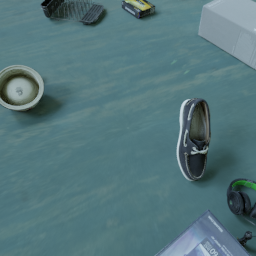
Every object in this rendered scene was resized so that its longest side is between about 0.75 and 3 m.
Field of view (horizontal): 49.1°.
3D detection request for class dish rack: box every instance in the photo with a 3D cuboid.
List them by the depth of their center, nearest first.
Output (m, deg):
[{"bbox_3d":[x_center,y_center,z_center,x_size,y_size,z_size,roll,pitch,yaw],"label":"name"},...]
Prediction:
[{"bbox_3d":[-2.094,-4.767,11.006,2.168,0.591,1.663,14,53,10],"label":"dish rack"}]

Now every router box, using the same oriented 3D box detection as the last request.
[{"bbox_3d":[0.409,-4.872,11.265,0.874,0.290,1.112,-30,57,-22],"label":"router box"}]

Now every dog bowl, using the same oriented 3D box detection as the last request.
[{"bbox_3d":[-3.001,-1.047,7.774,1.329,0.490,1.329,3,74,-12],"label":"dog bowl"}]

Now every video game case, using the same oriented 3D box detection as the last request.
[{"bbox_3d":[1.165,2.565,4.794,1.958,0.186,1.399,-35,66,-16],"label":"video game case"}]

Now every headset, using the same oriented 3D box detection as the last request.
[{"bbox_3d":[2.508,1.718,5.884,0.903,0.687,1.462,17,38,10],"label":"headset"}]

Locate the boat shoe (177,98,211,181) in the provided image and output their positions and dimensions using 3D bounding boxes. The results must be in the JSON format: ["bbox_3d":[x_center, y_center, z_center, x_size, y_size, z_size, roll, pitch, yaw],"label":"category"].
[{"bbox_3d":[1.545,0.273,6.295,0.701,0.573,1.898,3,90,-16],"label":"boat shoe"}]

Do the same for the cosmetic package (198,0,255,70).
[{"bbox_3d":[3.956,-3.242,9.330,1.555,1.313,2.911,-34,61,-21],"label":"cosmetic package"}]
